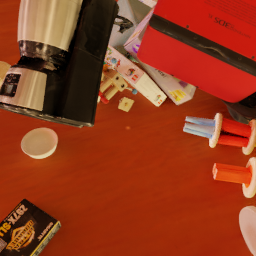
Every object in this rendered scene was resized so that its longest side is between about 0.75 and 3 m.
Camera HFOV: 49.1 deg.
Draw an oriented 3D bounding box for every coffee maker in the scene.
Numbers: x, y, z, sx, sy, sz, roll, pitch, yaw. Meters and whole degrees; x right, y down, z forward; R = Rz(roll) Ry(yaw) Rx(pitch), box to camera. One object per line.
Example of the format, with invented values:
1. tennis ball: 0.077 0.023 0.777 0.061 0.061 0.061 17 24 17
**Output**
1. coffee maker: -0.938 -1.154 4.798 2.139 2.227 1.500 11 1 -26

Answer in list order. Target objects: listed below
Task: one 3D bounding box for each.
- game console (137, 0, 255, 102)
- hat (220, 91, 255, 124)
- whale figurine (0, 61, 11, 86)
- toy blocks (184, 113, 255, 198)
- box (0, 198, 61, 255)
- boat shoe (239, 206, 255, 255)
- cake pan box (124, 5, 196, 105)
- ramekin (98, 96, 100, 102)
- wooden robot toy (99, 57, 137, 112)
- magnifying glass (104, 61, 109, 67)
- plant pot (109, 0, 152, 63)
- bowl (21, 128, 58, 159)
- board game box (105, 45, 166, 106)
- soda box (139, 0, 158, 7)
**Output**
1. game console: 1.892 -2.032 6.045 2.832 2.441 1.681 24 15 -3
2. hat: 3.430 -0.676 8.154 2.084 0.840 2.084 2 45 -2
3. whale figurine: -4.030 -1.535 9.182 1.047 0.683 1.316 -39 83 -26
4. toy blocks: 2.650 0.615 6.946 2.651 0.963 2.210 12 49 10
5. box: -2.252 2.286 5.890 1.055 0.326 1.321 24 53 22
6. boat shoe: 3.286 2.508 5.468 1.090 0.877 2.350 -8 49 -25
7. cake pan box: 1.384 -2.501 8.919 0.714 2.514 2.730 -21 30 45
8. ramekin: -1.181 -1.385 8.518 0.646 1.324 1.324 1 48 -7
9. wooden robot toy: -0.669 -1.463 8.153 1.020 2.315 1.050 -40 41 -2
10. magnifying glass: -0.891 -2.325 10.125 0.587 0.165 1.475 -24 51 -20
11. plant pot: 0.235 -3.204 9.674 1.623 1.628 1.658 10 50 -41
12. bowl: -2.296 0.475 7.428 0.944 0.424 0.944 0 48 0
13. board game box: -0.098 -1.834 8.702 0.460 1.678 2.659 -48 58 6
14. soda box: 0.929 -5.535 12.425 0.893 0.961 2.816 -34 56 -27
